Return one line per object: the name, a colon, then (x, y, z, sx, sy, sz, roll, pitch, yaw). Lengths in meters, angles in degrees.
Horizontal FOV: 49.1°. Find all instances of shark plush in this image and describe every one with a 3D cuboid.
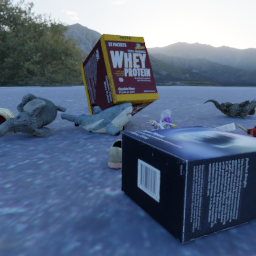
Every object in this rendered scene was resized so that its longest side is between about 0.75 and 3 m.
shark plush: (-1.069, -0.400, 9.889, 2.474, 1.031, 1.124, 4, 11, 20)

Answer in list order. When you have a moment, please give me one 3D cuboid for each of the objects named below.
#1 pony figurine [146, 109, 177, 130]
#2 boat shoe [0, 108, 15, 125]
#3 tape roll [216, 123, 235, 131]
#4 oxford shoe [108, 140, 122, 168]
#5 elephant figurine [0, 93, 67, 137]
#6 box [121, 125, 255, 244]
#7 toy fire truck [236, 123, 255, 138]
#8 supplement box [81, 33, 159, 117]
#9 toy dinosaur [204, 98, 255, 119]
pony figurine: (1.233, -0.131, 9.637, 0.954, 0.823, 0.988, -14, 31, -22)
boat shoe: (-5.390, -0.319, 9.314, 2.954, 1.093, 0.981, -3, 6, -17)
tape roll: (2.665, 0.093, 8.502, 1.142, 0.209, 1.142, -14, -5, -1)
oxford shoe: (-0.098, 0.500, 6.527, 0.497, 0.518, 1.404, 2, 11, 10)
elephant figurine: (-3.111, -0.247, 9.137, 1.445, 1.585, 2.043, 41, 10, -20)
box: (1.043, 0.636, 4.307, 1.776, 1.103, 1.790, -4, 12, -26)
toy fire truck: (3.953, 0.089, 8.816, 0.922, 0.593, 0.811, -10, 10, 10)
supplement box: (-0.449, -1.861, 11.170, 1.766, 2.624, 2.660, -6, -13, -29)
toy dinosaur: (5.034, -0.895, 13.382, 2.734, 1.052, 1.398, -4, -2, 13)
